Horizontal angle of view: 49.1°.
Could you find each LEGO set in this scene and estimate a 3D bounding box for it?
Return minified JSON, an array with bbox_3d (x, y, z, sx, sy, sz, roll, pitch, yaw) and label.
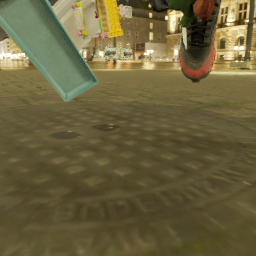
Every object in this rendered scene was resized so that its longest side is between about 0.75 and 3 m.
[{"bbox_3d":[-0.535,-3.074,6.472,1.111,2.986,1.374,7,4,38],"label":"LEGO set"}]

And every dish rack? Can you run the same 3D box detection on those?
[{"bbox_3d":[-1.746,-3.023,8.788,0.600,2.758,2.367,46,3,11],"label":"dish rack"}]

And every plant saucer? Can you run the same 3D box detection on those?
[{"bbox_3d":[-1.304,-1.341,4.755,0.792,2.266,0.215,-30,52,2],"label":"plant saucer"}]

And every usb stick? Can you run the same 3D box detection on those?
[{"bbox_3d":[2.007,-3.964,7.715,2.900,0.804,0.473,-11,28,17],"label":"usb stick"}]

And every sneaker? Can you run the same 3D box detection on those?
[{"bbox_3d":[1.579,-2.276,6.231,0.860,2.434,1.189,7,-11,18],"label":"sneaker"}]

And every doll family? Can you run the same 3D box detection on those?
[{"bbox_3d":[0.979,-2.543,3.665,1.405,2.430,0.954,32,67,23],"label":"doll family"}]

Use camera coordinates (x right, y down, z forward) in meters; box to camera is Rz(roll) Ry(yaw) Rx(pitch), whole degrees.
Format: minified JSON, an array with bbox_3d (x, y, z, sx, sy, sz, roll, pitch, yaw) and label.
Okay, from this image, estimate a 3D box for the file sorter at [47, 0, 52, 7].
[{"bbox_3d":[-2.952,-3.539,8.387,1.253,0.869,0.769,-32,25,1],"label":"file sorter"}]
